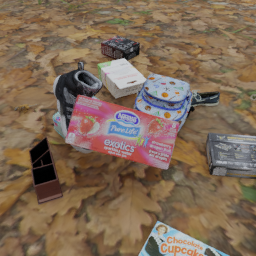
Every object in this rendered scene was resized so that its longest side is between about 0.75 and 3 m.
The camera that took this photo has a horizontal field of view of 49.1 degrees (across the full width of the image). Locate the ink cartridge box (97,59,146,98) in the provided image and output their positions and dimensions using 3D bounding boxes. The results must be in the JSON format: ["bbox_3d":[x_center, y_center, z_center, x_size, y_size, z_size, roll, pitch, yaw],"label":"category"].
[{"bbox_3d":[-0.269,-2.241,13.049,1.496,0.860,2.554,-17,42,-19],"label":"ink cartridge box"}]

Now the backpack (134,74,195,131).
[{"bbox_3d":[1.291,-0.819,10.678,2.422,1.866,2.307,14,50,13],"label":"backpack"}]

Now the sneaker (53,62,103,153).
[{"bbox_3d":[-1.454,-0.670,8.931,1.065,1.607,2.823,-10,77,-44],"label":"sneaker"}]

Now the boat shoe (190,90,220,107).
[{"bbox_3d":[3.017,-1.289,12.087,1.927,0.596,0.721,0,37,0],"label":"boat shoe"}]

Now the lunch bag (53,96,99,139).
[{"bbox_3d":[-1.689,-0.336,10.710,1.692,0.813,2.110,33,50,31],"label":"lunch bag"}]

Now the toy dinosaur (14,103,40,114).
[{"bbox_3d":[-4.280,-0.916,11.866,1.102,0.333,0.585,-9,39,-12],"label":"toy dinosaur"}]

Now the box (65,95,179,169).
[{"bbox_3d":[-0.162,0.120,7.899,2.830,1.351,1.411,15,-1,-3],"label":"box"}]

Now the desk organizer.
[{"bbox_3d":[-2.666,1.253,8.818,0.753,0.808,2.098,-14,41,-17],"label":"desk organizer"}]

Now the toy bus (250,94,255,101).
[{"bbox_3d":[6.308,-1.247,11.904,0.772,1.409,1.493,28,21,-40],"label":"toy bus"}]

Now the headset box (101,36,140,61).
[{"bbox_3d":[-0.507,-4.580,16.026,1.941,0.728,1.443,28,47,30],"label":"headset box"}]

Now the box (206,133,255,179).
[{"bbox_3d":[3.766,0.922,9.466,2.056,0.497,1.628,4,39,5],"label":"box"}]

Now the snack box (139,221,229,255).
[{"bbox_3d":[1.371,3.222,6.748,2.038,0.378,1.184,20,43,22],"label":"snack box"}]
